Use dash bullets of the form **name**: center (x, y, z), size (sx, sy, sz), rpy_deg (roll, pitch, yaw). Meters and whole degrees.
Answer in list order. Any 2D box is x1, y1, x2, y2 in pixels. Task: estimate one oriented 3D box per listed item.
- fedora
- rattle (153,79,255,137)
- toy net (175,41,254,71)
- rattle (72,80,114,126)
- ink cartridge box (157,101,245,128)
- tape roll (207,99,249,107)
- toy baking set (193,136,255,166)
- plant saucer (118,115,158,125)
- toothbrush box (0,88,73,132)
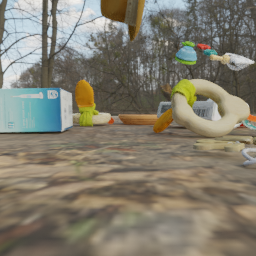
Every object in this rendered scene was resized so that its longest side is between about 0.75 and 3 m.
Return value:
- **fedora**: center (-0.158, -3.329, 6.840), size (1.005, 2.464, 2.464), rpy_deg (3, 3, -6)
- **rattle**: center (2.041, -0.060, 6.714), size (2.443, 1.745, 1.590), rpy_deg (11, 36, -10)
- **toy net**: center (3.446, -2.809, 11.237), size (2.947, 0.569, 1.546), rpy_deg (17, 32, 13)
- **rattle**: center (-1.409, -0.956, 11.856), size (1.667, 1.829, 2.560), rpy_deg (-14, 0, 33)
- **ink cartridge box**: center (2.834, -0.198, 10.015), size (2.884, 0.823, 2.344), rpy_deg (26, -13, -38)
- **tape roll**: center (3.997, -0.667, 11.447), size (1.723, 0.603, 1.723), rpy_deg (13, -13, 3)
- **toy baking set**: center (1.597, 0.270, 3.254), size (1.392, 0.211, 1.814), rpy_deg (-5, 5, -26)
- **plant saucer**: center (0.781, -0.408, 13.226), size (2.485, 0.465, 2.485), rpy_deg (1, 3, 0)
- **toothbrush box**: center (-3.033, -0.478, 7.817), size (2.701, 1.152, 1.978), rpy_deg (0, 3, -4)
